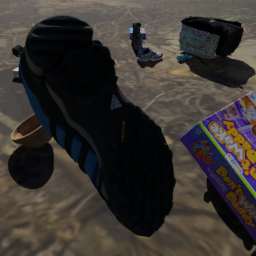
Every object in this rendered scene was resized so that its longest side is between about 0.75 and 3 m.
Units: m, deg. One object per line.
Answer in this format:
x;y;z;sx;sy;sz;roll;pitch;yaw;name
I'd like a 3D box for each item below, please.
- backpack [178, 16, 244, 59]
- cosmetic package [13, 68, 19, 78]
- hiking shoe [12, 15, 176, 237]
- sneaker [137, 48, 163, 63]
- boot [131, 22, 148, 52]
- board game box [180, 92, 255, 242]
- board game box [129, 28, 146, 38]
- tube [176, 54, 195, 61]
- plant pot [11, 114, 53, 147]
3.729;-4.351;13.370;2.795;1.769;2.332;26;34;29;backpack
-4.226;-2.260;11.538;0.882;0.314;0.447;10;35;16;cosmetic package
-0.344;0.074;3.477;1.034;2.778;1.204;-35;17;-30;hiking shoe
1.068;-3.457;13.101;1.391;0.592;0.536;-18;38;-27;sneaker
0.530;-4.665;14.329;0.662;1.248;1.897;-10;35;-17;boot
2.558;0.849;5.233;1.909;0.636;2.840;-27;75;-34;board game box
0.563;-5.734;16.828;0.948;0.281;1.247;0;33;0;board game box
2.745;-3.403;13.373;1.037;0.261;0.401;-21;48;-36;tube
-2.425;0.100;7.527;1.280;0.591;1.280;-21;30;13;plant pot
